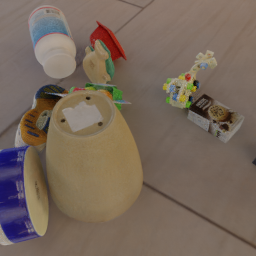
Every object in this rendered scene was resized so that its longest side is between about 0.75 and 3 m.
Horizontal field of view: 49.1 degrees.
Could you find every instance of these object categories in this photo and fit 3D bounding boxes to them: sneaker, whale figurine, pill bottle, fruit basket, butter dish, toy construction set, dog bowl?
[{"bbox_3d":[-2.525,-0.221,8.187,1.120,1.311,2.975,33,32,-9],"label":"sneaker"},{"bbox_3d":[-0.844,-2.189,9.259,0.918,1.770,1.408,-29,77,-26],"label":"whale figurine"},{"bbox_3d":[-2.651,-3.030,9.926,1.408,1.408,2.589,-15,57,-11],"label":"pill bottle"},{"bbox_3d":[-1.122,-0.945,8.173,1.761,0.891,1.901,15,7,40],"label":"fruit basket"},{"bbox_3d":[-0.907,-2.939,10.133,1.052,1.423,1.419,-37,40,2],"label":"butter dish"},{"bbox_3d":[1.898,-1.482,8.845,0.997,1.419,2.164,30,67,32],"label":"toy construction set"},{"bbox_3d":[-2.435,1.463,6.308,0.816,2.071,2.071,-10,54,-7],"label":"dog bowl"}]

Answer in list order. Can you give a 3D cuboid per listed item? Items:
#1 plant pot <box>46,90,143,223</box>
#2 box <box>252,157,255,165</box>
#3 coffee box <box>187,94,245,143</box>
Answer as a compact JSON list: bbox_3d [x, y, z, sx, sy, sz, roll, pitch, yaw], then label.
[{"bbox_3d":[-0.863,0.523,6.610,2.574,2.749,2.574,0,54,0],"label":"plant pot"},{"bbox_3d":[4.478,0.628,7.009,1.014,1.949,1.774,-36,62,-28],"label":"box"},{"bbox_3d":[2.653,-0.319,8.572,1.440,0.575,0.814,36,62,25],"label":"coffee box"}]
